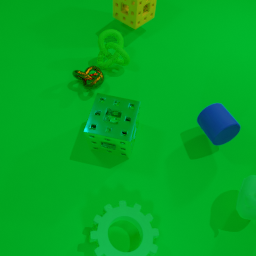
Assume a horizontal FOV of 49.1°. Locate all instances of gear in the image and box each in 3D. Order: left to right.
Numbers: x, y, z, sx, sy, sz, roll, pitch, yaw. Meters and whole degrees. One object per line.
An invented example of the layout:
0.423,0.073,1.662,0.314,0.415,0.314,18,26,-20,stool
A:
-0.085,2.561,6.673,1.616,0.299,1.616,7,50,-9,gear

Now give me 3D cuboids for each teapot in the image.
3.168,1.752,6.840,0.875,1.786,1.111,14,93,29,teapot

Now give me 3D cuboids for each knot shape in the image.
-1.199,-1.595,8.961,1.064,0.491,0.995,-6,37,-23,knot shape
-0.597,-2.484,9.303,1.300,1.217,0.601,57,35,-6,knot shape

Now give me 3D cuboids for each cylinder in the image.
2.507,-0.103,7.799,0.864,0.864,0.864,-20,53,-10,cylinder

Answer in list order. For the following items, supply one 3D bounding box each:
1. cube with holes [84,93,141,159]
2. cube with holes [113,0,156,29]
-0.399,-0.040,7.938,1.235,1.235,1.235,12,64,6,cube with holes
0.226,-4.255,9.554,1.049,1.049,1.049,37,59,22,cube with holes
